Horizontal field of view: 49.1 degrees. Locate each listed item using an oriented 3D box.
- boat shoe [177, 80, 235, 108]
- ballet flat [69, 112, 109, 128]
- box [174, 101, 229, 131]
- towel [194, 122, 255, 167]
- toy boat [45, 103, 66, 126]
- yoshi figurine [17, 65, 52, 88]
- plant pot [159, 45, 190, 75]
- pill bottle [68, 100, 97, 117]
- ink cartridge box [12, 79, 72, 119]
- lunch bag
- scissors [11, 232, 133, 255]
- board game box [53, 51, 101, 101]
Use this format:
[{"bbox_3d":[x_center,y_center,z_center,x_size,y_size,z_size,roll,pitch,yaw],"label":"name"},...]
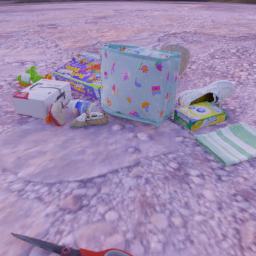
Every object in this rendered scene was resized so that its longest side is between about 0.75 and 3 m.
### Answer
[{"bbox_3d":[3.187,-1.158,10.588,2.448,0.904,1.044,-13,32,-17],"label":"boat shoe"},{"bbox_3d":[-1.339,-0.322,9.597,1.358,0.443,0.479,-9,31,-14],"label":"ballet flat"},{"bbox_3d":[2.624,-0.479,9.912,1.738,0.420,1.020,-14,34,-26],"label":"box"},{"bbox_3d":[3.284,0.414,8.534,2.081,0.243,1.588,-13,33,-21],"label":"towel"},{"bbox_3d":[-2.581,-0.409,9.723,0.655,0.654,1.003,-28,29,10],"label":"toy boat"},{"bbox_3d":[-4.010,-2.222,12.401,1.966,1.105,1.101,13,17,26],"label":"yoshi figurine"},{"bbox_3d":[2.176,-3.084,13.545,1.608,1.608,1.079,4,69,7],"label":"plant pot"},{"bbox_3d":[-1.664,-0.720,10.157,0.966,0.541,0.541,13,32,18],"label":"pill bottle"},{"bbox_3d":[-3.213,-1.171,10.716,1.362,0.769,1.855,9,32,17],"label":"ink cartridge box"},{"bbox_3d":[0.223,-1.616,9.863,2.837,2.417,1.730,17,29,29],"label":"lunch bag"},{"bbox_3d":[-0.962,2.355,5.304,2.817,0.196,1.030,18,37,30],"label":"scissors"},{"bbox_3d":[-1.606,-2.379,12.375,2.936,0.657,1.974,23,55,34],"label":"board game box"}]
